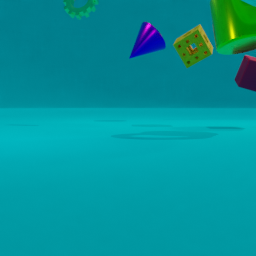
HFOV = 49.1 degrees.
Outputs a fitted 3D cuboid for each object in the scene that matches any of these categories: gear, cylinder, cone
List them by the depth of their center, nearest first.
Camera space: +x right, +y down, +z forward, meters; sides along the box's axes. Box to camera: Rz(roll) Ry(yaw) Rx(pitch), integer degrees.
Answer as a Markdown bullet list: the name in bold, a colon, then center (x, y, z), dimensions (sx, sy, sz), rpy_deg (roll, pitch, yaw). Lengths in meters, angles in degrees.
- **cylinder**: center (2.653, -2.541, 6.619), dimensions (1.250, 1.250, 1.250), rpy_deg (-7, -4, 0)
- **gear**: center (-1.590, -4.266, 9.458), dimensions (1.196, 1.196, 0.221), rpy_deg (1, -13, 15)
- **cone**: center (0.602, -3.589, 12.422), dimensions (1.525, 1.519, 1.519), rpy_deg (-44, 11, -5)

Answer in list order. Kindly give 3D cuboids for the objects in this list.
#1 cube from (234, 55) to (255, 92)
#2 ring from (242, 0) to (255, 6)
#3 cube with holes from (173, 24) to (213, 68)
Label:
- **cube**: center (3.910, -1.656, 8.620), dimensions (0.860, 0.860, 0.860), rpy_deg (17, 25, 5)
- **ring**: center (2.601, -3.356, 5.915), dimensions (2.069, 2.069, 0.414), rpy_deg (-2, -25, -22)
- **cube with holes**: center (2.199, -2.744, 9.400), dimensions (0.916, 0.916, 0.916), rpy_deg (-26, 18, 29)
